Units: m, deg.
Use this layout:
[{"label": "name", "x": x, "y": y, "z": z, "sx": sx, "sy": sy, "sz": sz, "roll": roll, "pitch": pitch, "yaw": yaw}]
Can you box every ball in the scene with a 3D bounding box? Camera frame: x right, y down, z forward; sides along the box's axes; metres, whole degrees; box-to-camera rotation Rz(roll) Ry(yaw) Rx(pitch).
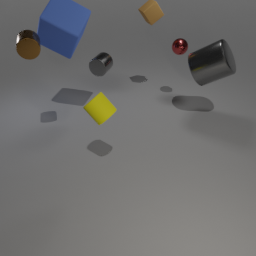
[{"label": "ball", "x": 2.241, "y": -3.507, "z": 12.085, "sx": 0.700, "sy": 0.700, "sz": 0.700, "roll": 0, "pitch": 32, "yaw": 0}]

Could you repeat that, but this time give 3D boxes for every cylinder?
[{"label": "cylinder", "x": -1.006, "y": -2.386, "z": 10.499, "sx": 0.700, "sy": 0.700, "sz": 0.700, "roll": 11, "pitch": 38, "yaw": 17}, {"label": "cylinder", "x": -3.075, "y": -2.579, "z": 8.663, "sx": 0.700, "sy": 0.700, "sz": 0.700, "roll": -8, "pitch": 40, "yaw": -12}, {"label": "cylinder", "x": -0.807, "y": -0.559, "z": 8.089, "sx": 0.700, "sy": 0.700, "sz": 0.700, "roll": -40, "pitch": 9, "yaw": 8}, {"label": "cylinder", "x": 3.286, "y": -2.532, "z": 10.958, "sx": 1.400, "sy": 1.400, "sz": 1.400, "roll": -18, "pitch": 19, "yaw": 35}]

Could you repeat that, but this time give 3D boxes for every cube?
[{"label": "cube", "x": 0.989, "y": -4.975, "z": 12.021, "sx": 0.700, "sy": 0.700, "sz": 0.700, "roll": -38, "pitch": 36, "yaw": 8}, {"label": "cube", "x": -2.373, "y": -3.708, "z": 10.251, "sx": 1.400, "sy": 1.400, "sz": 1.400, "roll": 25, "pitch": 62, "yaw": -13}]
